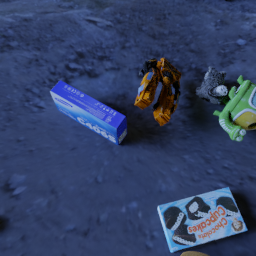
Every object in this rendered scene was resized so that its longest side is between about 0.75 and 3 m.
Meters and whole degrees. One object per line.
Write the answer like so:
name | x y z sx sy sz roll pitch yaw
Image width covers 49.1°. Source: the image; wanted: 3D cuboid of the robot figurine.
robot figurine | 0.952 -1.142 7.914 1.500 0.602 2.069 36 52 -19

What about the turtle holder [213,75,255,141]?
turtle holder | 3.178 -0.519 7.617 1.219 1.305 1.717 35 31 11

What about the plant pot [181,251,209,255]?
plant pot | 1.191 3.624 5.272 2.072 2.072 2.224 21 51 11

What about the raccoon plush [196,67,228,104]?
raccoon plush | 2.664 -1.312 8.059 0.767 1.586 1.063 27 86 -17

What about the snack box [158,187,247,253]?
snack box | 1.766 2.209 6.798 1.864 0.346 1.083 -13 63 -7

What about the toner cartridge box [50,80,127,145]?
toner cartridge box | -1.069 -0.408 7.801 2.194 1.042 0.474 29 66 15
